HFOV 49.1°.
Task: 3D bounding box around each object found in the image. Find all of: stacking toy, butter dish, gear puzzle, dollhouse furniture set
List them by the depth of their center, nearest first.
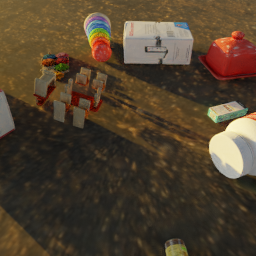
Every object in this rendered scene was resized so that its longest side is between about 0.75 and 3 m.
[{"bbox_3d":[-1.910,-1.022,9.158,2.122,1.105,2.145,18,42,3],"label":"dollhouse furniture set"},{"bbox_3d":[4.097,-2.951,10.835,2.099,1.551,2.093,-7,41,-9],"label":"butter dish"},{"bbox_3d":[-2.975,-2.561,11.345,1.170,0.296,2.259,-7,40,-8],"label":"gear puzzle"},{"bbox_3d":[-1.252,-3.903,12.461,1.271,1.271,2.978,-6,47,-7],"label":"stacking toy"}]

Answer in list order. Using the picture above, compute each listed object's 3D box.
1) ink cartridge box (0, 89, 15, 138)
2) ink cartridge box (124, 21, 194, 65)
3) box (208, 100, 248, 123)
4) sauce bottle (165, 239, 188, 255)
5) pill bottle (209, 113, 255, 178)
[{"bbox_3d":[-4.548,-0.493,7.953,1.961,1.418,1.425,25,45,27],"label":"ink cartridge box"},{"bbox_3d":[1.219,-3.672,11.999,2.765,1.165,2.018,1,40,2],"label":"ink cartridge box"},{"bbox_3d":[3.167,-0.527,8.895,1.159,0.285,0.477,-14,42,-16],"label":"box"},{"bbox_3d":[0.958,2.642,4.988,0.406,0.406,1.256,-3,42,-4],"label":"sauce bottle"},{"bbox_3d":[3.403,0.300,6.981,2.576,1.446,1.446,-18,43,-21],"label":"pill bottle"}]
